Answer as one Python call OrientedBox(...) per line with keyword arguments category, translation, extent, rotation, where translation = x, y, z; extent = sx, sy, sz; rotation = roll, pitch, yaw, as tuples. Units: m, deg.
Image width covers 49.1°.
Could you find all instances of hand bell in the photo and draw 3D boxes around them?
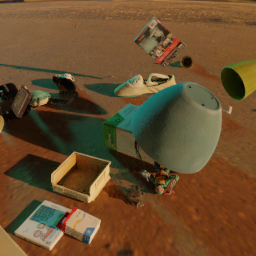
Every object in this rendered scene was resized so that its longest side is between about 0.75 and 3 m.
OrientedBox(category="hand bell", translation=(3.709, -4.081, 17.123), extent=(0.747, 0.747, 1.435), rotation=(11, 20, 18))

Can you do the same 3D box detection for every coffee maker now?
OrientedBox(category="coffee maker", translation=(-4.763, -1.131, 11.775), extent=(1.584, 1.111, 1.649), rotation=(-2, 28, -35))

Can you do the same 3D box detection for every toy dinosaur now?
OrientedBox(category="toy dinosaur", translation=(0.142, 1.738, 7.587), extent=(0.886, 0.341, 0.453), rotation=(28, 35, 34))

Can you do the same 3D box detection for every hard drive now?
OrientedBox(category="hard drive", translation=(-3.299, -0.828, 8.644), extent=(0.161, 0.853, 0.596), rotation=(10, 28, -49))

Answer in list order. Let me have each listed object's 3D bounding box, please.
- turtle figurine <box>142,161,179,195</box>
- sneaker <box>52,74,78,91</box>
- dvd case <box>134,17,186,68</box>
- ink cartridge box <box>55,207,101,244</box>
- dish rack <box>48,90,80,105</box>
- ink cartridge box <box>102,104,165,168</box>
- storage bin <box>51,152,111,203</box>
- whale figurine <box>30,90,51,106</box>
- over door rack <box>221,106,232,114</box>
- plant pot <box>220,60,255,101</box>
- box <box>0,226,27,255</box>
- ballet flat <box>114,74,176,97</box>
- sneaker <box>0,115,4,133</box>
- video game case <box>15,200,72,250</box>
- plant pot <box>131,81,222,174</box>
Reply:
OrientedBox(category="turtle figurine", translation=(0.917, 1.339, 7.889), extent=(1.044, 0.702, 1.395), rotation=(2, 46, 13))
OrientedBox(category="sneaker", translation=(-2.963, -2.386, 14.061), extent=(0.817, 0.684, 1.845), rotation=(-29, 42, -35))
OrientedBox(category="dvd case", translation=(1.476, -3.912, 12.953), extent=(1.993, 1.455, 0.219), rotation=(35, 34, -15))
OrientedBox(category="ink cartridge box", translation=(-1.179, 2.253, 6.598), extent=(0.921, 0.310, 0.535), rotation=(21, 36, 12))
OrientedBox(category="dish rack", translation=(-2.912, -1.323, 12.654), extent=(1.030, 0.366, 1.342), rotation=(7, 34, 14))
OrientedBox(category="ink cartridge box", translation=(0.623, 0.192, 9.479), extent=(2.410, 1.001, 1.767), rotation=(18, 36, 27))
OrientedBox(category="storage bin", translation=(-1.312, 1.374, 7.944), extent=(1.247, 0.584, 1.238), rotation=(13, 33, 20))
OrientedBox(category="whale figurine", translation=(-3.920, -1.425, 12.469), extent=(0.969, 0.632, 1.218), rotation=(-12, 24, 9))
OrientedBox(category="over door rack", translation=(3.138, -0.647, 11.176), extent=(1.238, 0.558, 1.675), rotation=(-5, 11, -10))
OrientedBox(category="plant pot", translation=(3.994, -1.743, 9.297), extent=(1.305, 1.221, 1.221), rotation=(-28, 37, -9))
OrientedBox(category="box", translation=(-3.374, 2.899, 5.727), extent=(2.580, 0.274, 2.109), rotation=(25, 39, 36))
OrientedBox(category="ballet flat", translation=(0.833, -2.105, 13.270), extent=(2.994, 1.040, 1.040), rotation=(-6, 32, -9))
OrientedBox(category="sneaker", translation=(-5.489, 0.042, 9.472), extent=(1.103, 1.271, 2.869), rotation=(16, 35, 24))
OrientedBox(category="video game case", translation=(-1.961, 2.316, 6.816), extent=(1.032, 0.134, 1.134), rotation=(13, 34, 20))
OrientedBox(category="plant pot", translation=(1.716, -0.295, 8.482), extent=(2.758, 1.858, 2.758), rotation=(20, 38, -16))
